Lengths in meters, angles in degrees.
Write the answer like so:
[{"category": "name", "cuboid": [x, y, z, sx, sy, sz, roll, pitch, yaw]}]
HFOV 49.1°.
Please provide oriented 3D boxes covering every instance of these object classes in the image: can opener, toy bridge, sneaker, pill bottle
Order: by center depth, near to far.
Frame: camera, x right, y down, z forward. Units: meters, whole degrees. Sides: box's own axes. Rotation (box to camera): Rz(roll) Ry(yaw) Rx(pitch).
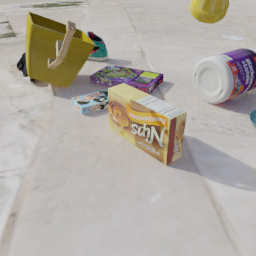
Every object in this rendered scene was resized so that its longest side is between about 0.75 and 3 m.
[{"category": "toy bridge", "cuboid": [-1.587, -1.855, 6.637, 0.200, 1.470, 0.494, 10, 58, -31]}, {"category": "pill bottle", "cuboid": [3.968, -2.039, 10.350, 2.936, 1.636, 1.636, -22, 38, -30]}, {"category": "can opener", "cuboid": [-4.318, -2.654, 12.362, 0.791, 0.981, 2.496, 27, 18, -37]}, {"category": "sneaker", "cuboid": [-2.078, -4.108, 13.922, 2.203, 1.330, 0.921, 7, 33, 11]}]

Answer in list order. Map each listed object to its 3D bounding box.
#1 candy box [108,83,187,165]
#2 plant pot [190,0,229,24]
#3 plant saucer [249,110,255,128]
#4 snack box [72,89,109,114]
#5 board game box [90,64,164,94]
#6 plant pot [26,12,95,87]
[{"category": "candy box", "cuboid": [0.423, -0.183, 7.647, 0.657, 1.372, 2.377, -26, 40, -35]}, {"category": "plant pot", "cuboid": [2.593, -4.075, 8.660, 1.192, 1.121, 1.192, -1, 68, 3]}, {"category": "plant saucer", "cuboid": [4.596, -0.137, 8.670, 1.633, 0.224, 1.633, -1, 32, 0]}, {"category": "snack box", "cuboid": [-1.097, -0.963, 9.914, 1.551, 0.288, 0.901, -18, 37, -27]}, {"category": "board game box", "cuboid": [-0.037, -2.060, 11.606, 2.650, 0.428, 1.590, 16, 31, 23]}, {"category": "plant pot", "cuboid": [-2.959, -2.999, 11.107, 2.328, 2.054, 2.329, 11, 26, -28]}]
